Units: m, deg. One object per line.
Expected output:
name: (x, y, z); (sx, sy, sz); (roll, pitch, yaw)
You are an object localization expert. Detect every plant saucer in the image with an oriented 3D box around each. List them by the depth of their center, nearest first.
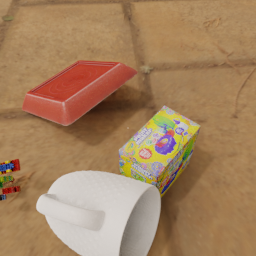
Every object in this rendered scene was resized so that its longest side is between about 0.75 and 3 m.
plant saucer: (-1.562, -1.270, 8.273); (2.746, 0.505, 2.751); (16, 48, 45)

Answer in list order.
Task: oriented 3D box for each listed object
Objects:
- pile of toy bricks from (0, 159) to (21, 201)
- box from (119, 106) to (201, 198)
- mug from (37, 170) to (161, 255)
pile of toy bricks: (-3.000, 1.203, 6.413); (1.686, 0.832, 0.935); (-13, 81, 16)
box: (0.698, 0.697, 6.574); (1.023, 1.614, 1.676); (33, 58, 24)
mug: (-0.719, 1.621, 5.402); (2.015, 2.299, 1.697); (12, 78, 28)
